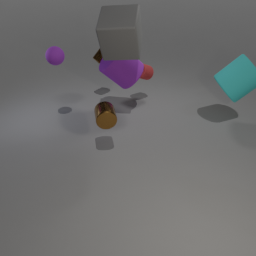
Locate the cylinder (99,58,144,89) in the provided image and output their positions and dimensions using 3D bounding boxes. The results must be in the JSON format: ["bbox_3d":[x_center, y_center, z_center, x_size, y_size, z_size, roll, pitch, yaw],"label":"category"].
[{"bbox_3d":[-0.287,-2.619,11.997,1.400,1.400,1.400,34,16,-30],"label":"cylinder"}]

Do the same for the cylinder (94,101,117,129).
[{"bbox_3d":[-0.755,-0.427,9.385,0.700,0.700,0.700,-5,36,-9],"label":"cylinder"}]

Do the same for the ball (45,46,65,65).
[{"bbox_3d":[-2.740,-2.712,10.527,0.700,0.700,0.700,0,30,0],"label":"ball"}]

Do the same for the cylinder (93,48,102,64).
[{"bbox_3d":[-1.209,-3.406,13.383,0.700,0.700,0.700,38,5,-4],"label":"cylinder"}]

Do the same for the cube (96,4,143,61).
[{"bbox_3d":[-0.262,-3.459,10.197,1.400,1.400,1.400,1,55,9],"label":"cube"}]

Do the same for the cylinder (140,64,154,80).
[{"bbox_3d":[0.750,-2.692,13.389,0.700,0.700,0.700,25,15,36],"label":"cylinder"}]

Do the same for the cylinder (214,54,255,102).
[{"bbox_3d":[4.445,-1.981,11.250,1.400,1.400,1.400,-38,21,23],"label":"cylinder"}]
